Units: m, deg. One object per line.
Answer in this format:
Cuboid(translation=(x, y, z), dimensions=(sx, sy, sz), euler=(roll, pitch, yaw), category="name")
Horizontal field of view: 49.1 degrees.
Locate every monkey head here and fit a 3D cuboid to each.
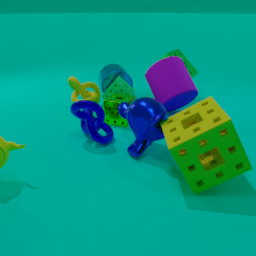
Cuboid(translation=(0.348, -0.072, 7.043), dimensions=(1.400, 1.173, 1.947), euler=(-47, 30, -15), category="monkey head")

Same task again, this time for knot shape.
Cuboid(translation=(-0.935, -0.133, 7.765), dimensions=(0.684, 1.386, 1.481), euler=(-38, -5, -13), category="knot shape")
Cuboid(translation=(-1.541, -1.192, 9.952), dimensions=(1.414, 0.653, 1.323), euler=(28, 28, -26), category="knot shape")

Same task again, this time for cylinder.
Cuboid(translation=(1.482, -1.478, 9.610), dimensions=(1.397, 1.397, 1.397), euler=(-13, 70, -26), category="cylinder")
Cuboid(translation=(-0.517, -1.845, 11.228), dimensions=(1.236, 1.236, 1.236), euler=(-5, 26, -10), category="cylinder")

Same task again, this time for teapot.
Cuboid(translation=(-2.821, 0.540, 5.734), dimensions=(1.386, 0.862, 0.679), euler=(-20, 23, -25), category="teapot")

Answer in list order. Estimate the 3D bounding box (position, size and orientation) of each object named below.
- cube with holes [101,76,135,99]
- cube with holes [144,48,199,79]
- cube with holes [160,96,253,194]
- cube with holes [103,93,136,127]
Cuboid(translation=(-0.336, -1.234, 10.005), dimensions=(0.786, 0.786, 0.786), euler=(41, 21, -7), category="cube with holes")
Cuboid(translation=(1.744, -2.153, 11.181), dimensions=(1.299, 1.299, 1.299), euler=(51, 38, 3), category="cube with holes")
Cuboid(translation=(1.588, 0.334, 5.915), dimensions=(1.247, 1.247, 1.247), euler=(-27, 23, 11), category="cube with holes")
Cuboid(translation=(-0.264, -0.591, 9.039), dimensions=(0.797, 0.797, 0.797), euler=(9, 26, 20), category="cube with holes")
